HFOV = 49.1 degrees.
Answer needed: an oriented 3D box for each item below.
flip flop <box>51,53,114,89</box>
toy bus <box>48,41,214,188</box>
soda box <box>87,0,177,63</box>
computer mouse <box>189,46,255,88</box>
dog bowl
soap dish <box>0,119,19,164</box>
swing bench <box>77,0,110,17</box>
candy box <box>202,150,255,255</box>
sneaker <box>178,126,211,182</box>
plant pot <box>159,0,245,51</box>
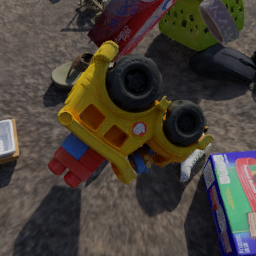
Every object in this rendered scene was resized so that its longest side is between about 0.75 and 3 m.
[{"bbox_3d":[-1.246,-2.036,8.972,2.566,0.739,1.041,-21,61,-12],"label":"flip flop"},{"bbox_3d":[-0.121,0.131,4.628,2.307,1.566,2.215,39,82,-14],"label":"toy bus"},{"bbox_3d":[0.356,-2.680,5.851,0.898,2.832,0.991,48,41,-1],"label":"soda box"},{"bbox_3d":[3.346,-2.163,9.077,2.626,0.692,1.819,7,60,4],"label":"computer mouse"},{"bbox_3d":[2.350,-2.803,7.355,0.405,1.380,1.380,-35,61,14],"label":"dog bowl"},{"bbox_3d":[-3.706,0.484,7.537,1.506,0.612,1.185,-15,60,-9],"label":"soap dish"},{"bbox_3d":[-0.977,-5.101,10.737,1.449,0.940,1.441,36,65,14],"label":"swing bench"},{"bbox_3d":[3.415,1.730,6.521,2.754,1.061,2.328,-4,58,-3],"label":"candy box"},{"bbox_3d":[1.795,0.602,7.424,0.784,0.674,1.852,12,58,10],"label":"sneaker"},{"bbox_3d":[2.428,-4.122,9.212,2.163,1.973,2.174,-29,49,-20],"label":"plant pot"}]
